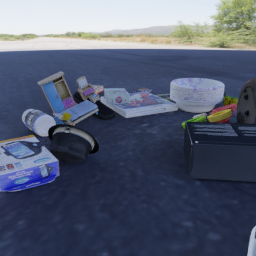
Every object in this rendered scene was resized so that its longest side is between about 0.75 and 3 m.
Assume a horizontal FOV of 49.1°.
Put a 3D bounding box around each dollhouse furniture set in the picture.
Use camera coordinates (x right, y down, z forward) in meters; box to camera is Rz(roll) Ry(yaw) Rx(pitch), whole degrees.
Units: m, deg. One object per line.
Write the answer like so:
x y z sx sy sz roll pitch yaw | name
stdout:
-2.002 -1.232 10.633 2.194 1.516 2.324 -31 32 -20 | dollhouse furniture set

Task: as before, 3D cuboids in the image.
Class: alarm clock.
4.115 -0.522 9.116 0.969 1.963 2.911 2 -13 4 | alarm clock

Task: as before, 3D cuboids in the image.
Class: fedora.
-1.558 0.532 7.615 1.490 1.490 0.680 6 53 16 | fedora

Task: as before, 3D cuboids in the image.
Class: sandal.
-1.567 -0.890 12.213 1.008 0.605 2.685 -21 43 -33 | sandal

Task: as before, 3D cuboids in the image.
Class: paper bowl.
3.073 -1.466 12.625 2.338 1.216 2.338 0 20 0 | paper bowl

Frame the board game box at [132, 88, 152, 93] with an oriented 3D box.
0.797 -2.097 15.907 0.969 0.168 0.657 -19 27 -41 | board game box

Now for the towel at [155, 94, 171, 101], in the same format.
1.987 -1.558 14.512 1.033 0.178 0.995 -8 24 -26 | towel

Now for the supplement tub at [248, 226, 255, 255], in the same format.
2.400 1.990 2.896 2.277 1.395 1.395 10 22 27 | supplement tub

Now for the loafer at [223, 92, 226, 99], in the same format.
4.170 -1.480 13.837 1.416 0.515 0.512 -9 28 5 | loafer

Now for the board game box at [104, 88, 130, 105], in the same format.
-0.524 -1.480 12.865 1.004 0.438 1.361 -4 20 -10 | board game box

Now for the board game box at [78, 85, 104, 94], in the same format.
-2.099 -2.182 15.937 0.995 0.304 1.313 7 21 17 | board game box

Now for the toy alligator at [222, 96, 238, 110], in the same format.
4.527 -0.994 12.180 0.773 0.708 2.608 2 12 -12 | toy alligator

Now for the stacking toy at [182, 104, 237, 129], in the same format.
3.106 -0.120 10.200 1.864 0.870 2.059 -18 4 35 | stacking toy

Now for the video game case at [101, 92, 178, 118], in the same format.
0.440 -1.170 13.126 2.631 0.332 2.887 -9 22 -25 | video game case

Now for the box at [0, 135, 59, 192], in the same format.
-2.818 0.859 7.339 1.432 0.499 2.406 -13 22 -33 | box

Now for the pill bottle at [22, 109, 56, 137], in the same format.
-3.193 -0.226 9.908 0.762 0.762 1.340 -16 25 -37 | pill bottle

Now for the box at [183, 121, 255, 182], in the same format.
2.820 0.571 7.360 2.535 1.000 1.789 3 17 6 | box
